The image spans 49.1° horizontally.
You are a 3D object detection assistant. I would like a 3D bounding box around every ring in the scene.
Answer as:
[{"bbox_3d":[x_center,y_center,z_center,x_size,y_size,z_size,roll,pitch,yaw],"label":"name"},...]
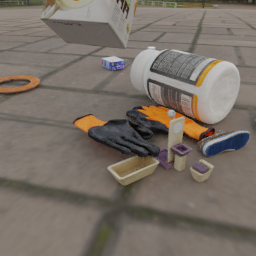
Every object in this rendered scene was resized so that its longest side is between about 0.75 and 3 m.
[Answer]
[{"bbox_3d":[-4.152,-1.581,10.219,1.839,0.176,1.839,1,27,0],"label":"ring"}]

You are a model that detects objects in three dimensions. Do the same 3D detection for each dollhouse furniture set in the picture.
[{"bbox_3d":[0.579,0.444,5.204,1.672,1.187,1.325,-18,33,-31],"label":"dollhouse furniture set"}]

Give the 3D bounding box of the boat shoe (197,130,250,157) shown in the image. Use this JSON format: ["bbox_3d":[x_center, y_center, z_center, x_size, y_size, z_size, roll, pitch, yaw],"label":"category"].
[{"bbox_3d":[2.166,0.254,6.363,1.296,0.468,0.469,-12,28,-21],"label":"boat shoe"}]

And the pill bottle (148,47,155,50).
[{"bbox_3d":[1.054,-3.260,12.748,0.450,0.801,0.450,0,27,0],"label":"pill bottle"}]

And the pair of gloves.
[{"bbox_3d":[0.380,-0.063,6.776,2.847,0.352,2.536,-16,29,-40],"label":"pair of gloves"}]

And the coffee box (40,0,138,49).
[{"bbox_3d":[-0.458,-2.714,4.927,1.334,2.333,0.930,13,-6,20],"label":"coffee box"}]

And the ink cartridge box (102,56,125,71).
[{"bbox_3d":[-0.622,-2.837,12.366,0.716,0.401,1.050,-16,30,-29],"label":"ink cartridge box"}]

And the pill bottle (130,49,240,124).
[{"bbox_3d":[1.516,-1.340,8.090,1.684,1.684,2.894,-21,35,-35],"label":"pill bottle"}]
